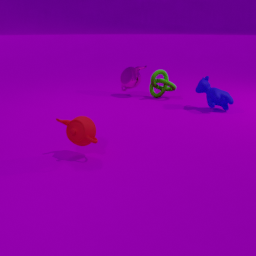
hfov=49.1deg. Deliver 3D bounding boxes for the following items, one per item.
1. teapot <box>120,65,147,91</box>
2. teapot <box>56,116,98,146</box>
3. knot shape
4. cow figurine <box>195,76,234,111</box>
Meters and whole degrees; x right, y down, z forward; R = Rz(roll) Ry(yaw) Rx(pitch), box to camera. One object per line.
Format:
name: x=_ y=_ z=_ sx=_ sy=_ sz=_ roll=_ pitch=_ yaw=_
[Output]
teapot: x=0.194 y=-2.130 z=11.868 sx=0.738 sy=1.507 sz=0.937 roll=10 pitch=40 yaw=-46
teapot: x=-1.132 y=0.054 z=6.373 sx=1.138 sy=0.708 sz=0.557 roll=30 pitch=12 yaw=20
knot shape: x=1.330 y=-1.844 z=11.433 sx=1.167 sy=1.092 sz=0.539 roll=-9 pitch=34 yaw=23
cow figurine: x=3.064 y=-1.258 z=10.021 sx=1.258 sy=0.690 sz=1.237 roll=11 pitch=44 yaw=-15
